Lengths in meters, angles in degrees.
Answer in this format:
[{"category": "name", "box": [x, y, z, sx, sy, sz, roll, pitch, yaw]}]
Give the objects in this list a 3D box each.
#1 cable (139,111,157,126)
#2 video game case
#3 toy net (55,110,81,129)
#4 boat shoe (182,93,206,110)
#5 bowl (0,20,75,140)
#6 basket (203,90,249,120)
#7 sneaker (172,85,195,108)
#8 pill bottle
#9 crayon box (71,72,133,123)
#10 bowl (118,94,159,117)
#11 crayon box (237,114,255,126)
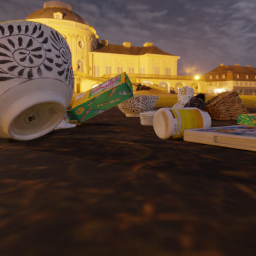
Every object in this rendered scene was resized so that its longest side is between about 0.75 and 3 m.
[{"category": "cable", "box": [1.142, -0.350, 10.047, 1.447, 0.501, 1.446, 1, 7, 21]}, {"category": "video game case", "box": [2.857, 0.208, 5.287, 2.112, 0.266, 2.950, -4, 7, -35]}, {"category": "toy net", "box": [-2.325, -0.346, 9.782, 1.439, 0.530, 2.744, 1, 6, 2]}, {"category": "boat shoe", "box": [3.223, -1.124, 13.419, 0.827, 0.745, 2.299, 41, 34, 6]}, {"category": "bowl", "box": [-2.196, -0.631, 5.974, 2.900, 1.361, 2.900, -30, -22, -13]}, {"category": "basket", "box": [4.674, -0.775, 13.626, 1.542, 1.610, 2.161, -32, 3, 5]}, {"category": "sneaker", "box": [2.689, -1.333, 14.281, 1.077, 1.689, 2.923, 4, 8, 23]}, {"category": "pill bottle", "box": [1.282, -0.124, 6.485, 1.279, 0.699, 0.699, -3, 6, -28]}, {"category": "crayon box", "box": [-0.849, -1.063, 9.477, 2.041, 0.594, 1.212, -25, 25, 12]}, {"category": "bowl", "box": [0.451, -1.183, 15.129, 2.459, 1.154, 2.459, 0, 3, 0]}, {"category": "crayon box", "box": [4.561, -0.289, 9.913, 0.780, 0.383, 1.313, -1, 5, -8]}]
